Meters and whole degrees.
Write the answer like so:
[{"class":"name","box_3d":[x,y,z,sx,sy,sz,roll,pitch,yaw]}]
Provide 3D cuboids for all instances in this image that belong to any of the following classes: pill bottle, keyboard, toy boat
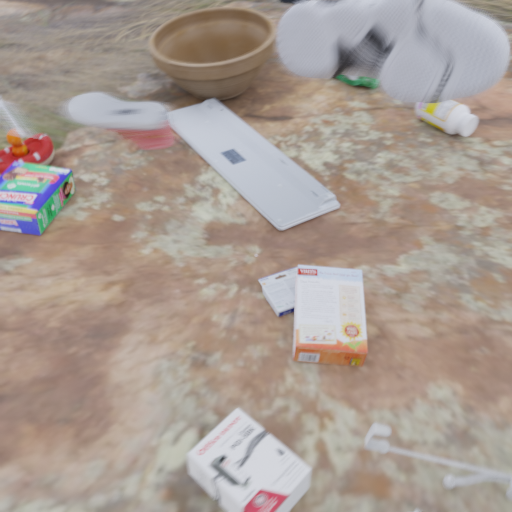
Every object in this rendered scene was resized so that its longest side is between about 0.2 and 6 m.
[{"class":"pill bottle","box_3d":[4.408,-3.265,12.962,0.702,0.702,1.347,-26,49,-26]},{"class":"keyboard","box_3d":[-0.326,-2.174,12.140,1.447,0.274,5.140,-26,48,-20]},{"class":"toy boat","box_3d":[-4.922,-2.231,11.677,1.330,0.869,0.868,-34,52,-32]}]

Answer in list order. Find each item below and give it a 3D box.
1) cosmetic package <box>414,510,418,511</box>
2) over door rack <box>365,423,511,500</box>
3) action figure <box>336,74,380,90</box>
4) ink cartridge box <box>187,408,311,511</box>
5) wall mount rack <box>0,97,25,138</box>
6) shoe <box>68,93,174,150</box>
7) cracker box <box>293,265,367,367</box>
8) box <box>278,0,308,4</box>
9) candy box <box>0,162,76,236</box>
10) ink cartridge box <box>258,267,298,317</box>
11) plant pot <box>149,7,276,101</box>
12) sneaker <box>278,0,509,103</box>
[{"class":"cosmetic package","box_3d":[1.059,2.327,4.005,0.573,0.570,0.685,48,23,27]},{"class":"over door rack","box_3d":[2.022,2.901,5.965,2.123,0.707,1.569,21,43,-8]},{"class":"action figure","box_3d":[2.505,-5.255,15.207,1.633,0.756,2.765,-18,48,-23]},{"class":"ink cartridge box","box_3d":[-0.094,2.548,6.632,1.217,0.504,0.893,32,52,30]},{"class":"wall mount rack","box_3d":[-3.578,-1.918,6.937,1.206,0.518,1.389,15,2,12]},{"class":"shoe","box_3d":[-2.222,-2.180,9.305,1.706,0.776,0.610,9,66,9]},{"class":"cracker box","box_3d":[1.093,0.871,8.420,1.025,0.442,1.531,5,49,1]},{"class":"box","box_3d":[0.560,-4.730,8.857,0.620,1.001,0.984,21,84,38]},{"class":"candy box","box_3d":[-4.359,-1.112,10.655,1.258,0.573,1.488,9,44,8]},{"class":"ink cartridge box","box_3d":[0.520,0.576,9.073,0.755,0.167,0.769,-17,46,-18]},{"class":"plant pot","box_3d":[-1.014,-4.918,14.103,3.125,1.442,3.125,-4,46,4]},{"class":"sneaker","box_3d":[2.183,-3.155,8.197,3.497,1.314,2.010,24,35,38]}]
